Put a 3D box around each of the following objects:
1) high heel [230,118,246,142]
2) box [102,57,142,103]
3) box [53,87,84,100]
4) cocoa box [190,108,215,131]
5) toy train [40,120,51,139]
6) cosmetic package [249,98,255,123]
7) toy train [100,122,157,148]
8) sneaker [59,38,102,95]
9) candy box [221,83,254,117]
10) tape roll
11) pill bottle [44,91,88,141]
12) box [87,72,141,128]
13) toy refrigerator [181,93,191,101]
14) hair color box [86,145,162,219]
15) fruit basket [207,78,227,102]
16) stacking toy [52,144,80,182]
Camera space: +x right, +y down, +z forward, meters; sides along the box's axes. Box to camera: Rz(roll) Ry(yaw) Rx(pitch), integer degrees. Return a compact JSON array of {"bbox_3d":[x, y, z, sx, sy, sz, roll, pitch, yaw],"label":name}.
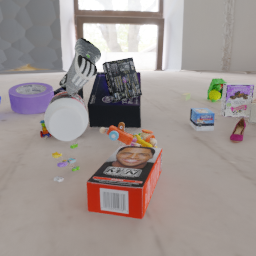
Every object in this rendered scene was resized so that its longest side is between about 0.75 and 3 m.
[{"bbox_3d":[3.858,0.060,9.817,0.446,0.636,1.322,7,17,25],"label":"high heel"},{"bbox_3d":[-0.212,-1.823,10.571,1.219,1.522,0.331,-18,7,-26],"label":"box"},{"bbox_3d":[-3.603,-1.995,17.074,1.474,0.823,2.088,-3,15,0],"label":"box"},{"bbox_3d":[2.952,-0.368,11.232,0.725,0.713,1.087,0,15,-1],"label":"cocoa box"},{"bbox_3d":[-2.959,0.055,9.970,0.391,0.534,0.923,-12,18,-16],"label":"toy train"},{"bbox_3d":[6.062,-0.792,12.532,1.009,0.851,1.952,8,17,26],"label":"cosmetic package"},{"bbox_3d":[0.146,0.184,7.947,1.621,0.600,2.158,27,4,4],"label":"toy train"},{"bbox_3d":[-1.864,-2.143,10.182,1.069,1.646,2.850,34,28,-20],"label":"sneaker"},{"bbox_3d":[5.110,-1.306,13.136,1.273,1.518,0.543,0,15,-2],"label":"candy box"},{"bbox_3d":[-4.928,-1.572,14.399,2.180,0.926,2.180,3,28,-2],"label":"tape roll"},{"bbox_3d":[-2.183,-0.424,9.997,1.473,1.473,2.661,-3,16,-11],"label":"pill bottle"},{"bbox_3d":[-0.481,-1.307,12.101,2.101,1.174,2.977,-2,36,3],"label":"box"},{"bbox_3d":[3.700,-1.993,17.830,0.353,0.384,1.010,8,17,27],"label":"toy refrigerator"},{"bbox_3d":[0.038,1.044,6.127,1.126,0.679,2.219,3,15,14],"label":"hair color box"},{"bbox_3d":[5.452,-2.176,17.221,1.092,1.514,1.514,-2,15,-7],"label":"fruit basket"},{"bbox_3d":[-1.481,0.841,6.862,0.216,0.694,0.920,8,17,28],"label":"stacking toy"}]
